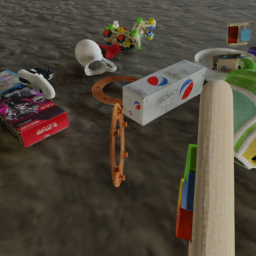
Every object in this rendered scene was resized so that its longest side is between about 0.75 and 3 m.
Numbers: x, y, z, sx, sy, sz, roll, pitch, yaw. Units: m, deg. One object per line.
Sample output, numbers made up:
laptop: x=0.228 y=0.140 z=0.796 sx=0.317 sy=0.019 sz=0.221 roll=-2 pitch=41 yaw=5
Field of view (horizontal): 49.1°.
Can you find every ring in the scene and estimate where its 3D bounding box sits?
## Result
ring: x=-0.228 y=-1.222 z=9.166 sx=1.908 sy=0.183 sz=1.908 roll=0 pitch=38 yaw=0
ring: x=-0.109 y=0.238 z=3.992 sx=0.113 sy=1.177 sz=1.177 roll=1 pitch=37 yaw=6

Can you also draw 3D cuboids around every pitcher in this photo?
pitcher: x=-1.234 y=-2.622 z=10.539 sx=1.335 sy=0.943 sz=1.556 roll=1 pitch=43 yaw=-34

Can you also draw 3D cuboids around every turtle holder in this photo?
turtle holder: x=2.973 y=-0.044 z=6.074 sx=2.765 sy=2.101 sz=1.963 roll=39 pitch=91 yaw=30

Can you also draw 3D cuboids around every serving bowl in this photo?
serving bowl: x=3.395 y=-2.053 z=9.796 sx=2.226 sy=0.732 sz=2.226 roll=1 pitch=37 yaw=0

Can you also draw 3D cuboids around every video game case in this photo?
video game case: x=-4.345 y=-1.444 z=9.464 sx=1.259 sy=0.157 sz=1.759 roll=19 pitch=41 yaw=24

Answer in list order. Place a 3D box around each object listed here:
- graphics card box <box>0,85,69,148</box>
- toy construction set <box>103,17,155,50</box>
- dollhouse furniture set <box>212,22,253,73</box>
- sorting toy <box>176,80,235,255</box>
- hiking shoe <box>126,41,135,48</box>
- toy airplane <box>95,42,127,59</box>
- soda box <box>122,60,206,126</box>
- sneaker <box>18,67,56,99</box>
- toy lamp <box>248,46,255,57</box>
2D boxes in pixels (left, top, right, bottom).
graphics card box: x=-2.813 y=-0.412 z=7.776 sx=1.352 sy=0.548 sz=2.154 roll=-30 pitch=45 yaw=-33
toy construction set: x=-0.134 y=-4.231 z=12.318 sx=2.503 sy=1.153 sz=1.641 roll=20 pitch=67 yaw=39
dollhouse furniture set: x=3.476 y=-2.646 z=9.390 sx=1.103 sy=1.574 sz=1.110 roll=-2 pitch=22 yaw=9
sorting toy: x=0.483 y=0.881 z=2.032 sx=0.344 sy=1.885 sz=1.744 roll=4 pitch=60 yaw=13
hiking shoe: x=0.267 y=-3.791 z=12.485 sx=0.488 sy=0.367 sz=0.970 roll=31 pitch=55 yaw=23
toy airplane: x=-0.890 y=-3.430 z=11.974 sx=1.724 sy=0.317 sz=1.724 roll=0 pitch=35 yaw=0
soda box: x=1.128 y=-1.143 z=8.413 sx=2.746 sy=0.935 sz=0.874 roll=-28 pitch=45 yaw=-32
sneaker: x=-2.734 y=-1.604 z=9.285 sx=1.766 sy=0.645 sz=0.988 roll=31 pitch=39 yaw=27
toy lamp: x=5.700 y=-2.972 z=11.245 sx=1.673 sy=0.487 sz=0.487 roll=14 pitch=39 yaw=20
